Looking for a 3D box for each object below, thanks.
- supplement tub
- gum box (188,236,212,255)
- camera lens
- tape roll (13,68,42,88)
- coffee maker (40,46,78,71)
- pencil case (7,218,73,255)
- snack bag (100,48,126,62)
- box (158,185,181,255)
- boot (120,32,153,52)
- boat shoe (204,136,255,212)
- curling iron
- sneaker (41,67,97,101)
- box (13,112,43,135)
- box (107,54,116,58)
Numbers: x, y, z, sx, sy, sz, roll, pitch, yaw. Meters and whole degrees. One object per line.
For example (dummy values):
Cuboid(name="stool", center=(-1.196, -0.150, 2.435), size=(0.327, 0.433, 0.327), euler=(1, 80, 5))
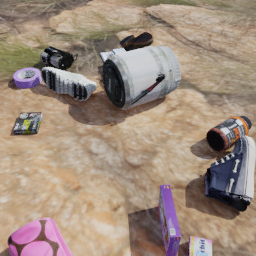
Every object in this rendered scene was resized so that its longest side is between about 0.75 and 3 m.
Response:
Cuboid(name="supplement tub", center=(3.702, 0.128, 10.115), size=(1.688, 0.903, 0.903), euler=(-27, 49, -26))
Cuboid(name="gum box", center=(1.799, 3.297, 7.040), size=(0.558, 0.325, 0.984), euler=(9, 43, 8))
Cuboid(name="camera lens", center=(0.470, -2.117, 11.604), size=(2.768, 2.214, 2.214), euler=(-20, 46, -22))
Cuboid(name="tape roll", center=(-4.732, -2.365, 13.230), size=(1.218, 0.400, 1.218), euler=(0, 41, 0))
Cuboid(name="coffee maker", center=(-3.543, -3.572, 14.326), size=(1.368, 0.922, 1.314), euler=(26, 26, 24))
Cuboid(name="pencil case", center=(-1.673, 3.326, 6.340), size=(1.335, 1.293, 2.850), euler=(-50, 56, 5))
Cuboid(name="snack bag", center=(-0.592, -3.799, 14.963), size=(1.638, 0.175, 1.544), euler=(-11, 44, -12))
Cuboid(name="box", center=(1.075, 2.434, 7.465), size=(0.297, 1.041, 1.521), euler=(-3, 42, -3))
Cuboid(name="boot", center=(0.628, -3.694, 13.019), size=(0.919, 1.192, 2.460), euler=(-43, 30, -12))
Cuboid(name="boat shoe", center=(3.190, 1.161, 8.833), size=(1.289, 1.038, 2.779), euler=(17, 45, 7))
Cuboid(name="curling iron", center=(0.734, -1.477, 10.487), size=(1.688, 0.418, 0.216), euler=(-41, 47, 12))
Cuboid(name="sneaker", center=(-2.661, -2.065, 12.580), size=(2.757, 1.036, 1.117), euler=(25, 38, 17))
Cuboid(name="box", center=(-3.886, -0.197, 10.954), size=(0.862, 0.238, 1.077), euler=(-1, 42, -1))
Cuboid(name="box", center=(-0.610, -3.077, 13.868), size=(0.817, 0.421, 1.401), euler=(-6, 50, -6))
